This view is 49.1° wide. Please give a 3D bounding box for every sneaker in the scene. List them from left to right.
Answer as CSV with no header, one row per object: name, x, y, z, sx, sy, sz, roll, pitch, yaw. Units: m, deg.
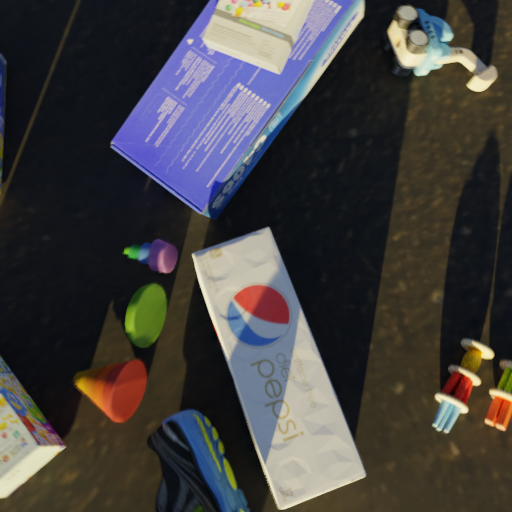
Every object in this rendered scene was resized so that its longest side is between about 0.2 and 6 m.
sneaker,-0.846,3.824,8.410,1.196,1.023,2.886,-26,74,12

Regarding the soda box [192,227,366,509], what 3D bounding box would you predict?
soda box,0.254,1.676,8.822,1.363,1.274,4.001,-19,73,-6

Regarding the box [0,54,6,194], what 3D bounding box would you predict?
box,-5.305,-2.626,10.322,0.948,1.033,2.948,-6,73,-2

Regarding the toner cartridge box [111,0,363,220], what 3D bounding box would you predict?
toner cartridge box,-0.323,-3.084,9.813,2.148,0.976,4.522,37,94,10

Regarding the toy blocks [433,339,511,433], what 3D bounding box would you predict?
toy blocks,3.595,2.296,9.010,1.262,0.550,1.514,29,75,9

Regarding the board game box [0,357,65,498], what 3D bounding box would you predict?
board game box,-4.236,2.432,8.627,1.200,1.179,2.289,-39,76,-11

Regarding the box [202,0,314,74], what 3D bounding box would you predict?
box,0.122,-4.041,9.099,1.380,0.364,1.770,25,90,11

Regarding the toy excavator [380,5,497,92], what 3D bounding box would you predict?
toy excavator,3.607,-4.005,10.926,1.832,0.915,1.782,-11,74,-13

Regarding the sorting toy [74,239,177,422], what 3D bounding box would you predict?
sorting toy,-2.218,1.107,9.242,1.040,1.047,3.019,8,73,19
